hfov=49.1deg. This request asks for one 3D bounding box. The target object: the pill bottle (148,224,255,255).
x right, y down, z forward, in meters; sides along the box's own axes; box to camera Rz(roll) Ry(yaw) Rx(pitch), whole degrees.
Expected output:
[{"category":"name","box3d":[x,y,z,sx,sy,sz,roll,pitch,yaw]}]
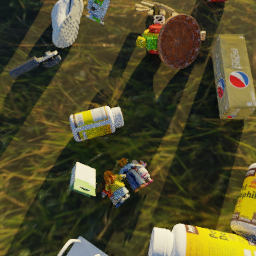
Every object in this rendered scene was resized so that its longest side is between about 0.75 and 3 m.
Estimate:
[{"category":"pill bottle","box3d":[1.941,3.348,7.102,2.768,1.512,1.512,10,68,4]}]

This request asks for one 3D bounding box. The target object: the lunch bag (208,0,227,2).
[{"category":"lunch bag","box3d":[3.559,-5.766,11.415,1.110,0.516,1.260,1,68,0]}]

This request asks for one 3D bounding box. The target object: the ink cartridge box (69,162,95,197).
[{"category":"ink cartridge box","box3d":[-0.869,1.047,5.382,0.427,0.822,0.244,26,112,-19]}]

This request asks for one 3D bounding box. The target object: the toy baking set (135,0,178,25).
[{"category":"toy baking set","box3d":[1.181,-4.299,10.579,2.102,0.245,1.613,36,47,22]}]

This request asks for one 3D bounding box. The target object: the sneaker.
[{"category":"sneaker","box3d":[-2.458,-4.036,10.608,0.992,0.941,2.464,4,63,16]}]

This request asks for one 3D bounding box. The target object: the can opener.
[{"category":"can opener","box3d":[-2.618,-1.762,7.981,1.450,0.485,0.387,-29,31,-3]}]

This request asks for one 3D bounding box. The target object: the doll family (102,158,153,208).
[{"category":"doll family","box3d":[-0.094,1.477,8.288,1.685,0.759,1.046,-33,71,-13]}]

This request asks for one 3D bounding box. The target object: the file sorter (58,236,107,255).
[{"category":"file sorter","box3d":[-0.714,4.218,6.643,2.776,1.728,1.926,31,71,11]}]

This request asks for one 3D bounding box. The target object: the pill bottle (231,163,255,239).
[{"category":"pill bottle","box3d":[3.858,1.906,7.796,1.330,1.330,2.435,24,69,10]}]

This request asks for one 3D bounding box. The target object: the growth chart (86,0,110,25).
[{"category":"growth chart","box3d":[-0.816,-3.315,7.610,0.611,0.075,0.844,20,99,1]}]

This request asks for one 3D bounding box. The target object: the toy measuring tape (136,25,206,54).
[{"category":"toy measuring tape","box3d":[1.489,-3.327,10.293,2.823,1.038,1.038,-16,68,-23]}]

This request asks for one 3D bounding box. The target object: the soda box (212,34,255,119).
[{"category":"soda box","box3d":[3.540,-1.767,9.515,0.915,0.968,2.858,0,68,0]}]

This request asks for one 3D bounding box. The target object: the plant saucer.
[{"category":"plant saucer","box3d":[1.770,-2.999,9.795,1.826,1.826,0.295,-37,31,-14]}]

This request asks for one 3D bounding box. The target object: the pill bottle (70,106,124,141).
[{"category":"pill bottle","box3d":[-0.979,-0.173,8.909,1.600,0.874,0.874,-15,68,-6]}]
